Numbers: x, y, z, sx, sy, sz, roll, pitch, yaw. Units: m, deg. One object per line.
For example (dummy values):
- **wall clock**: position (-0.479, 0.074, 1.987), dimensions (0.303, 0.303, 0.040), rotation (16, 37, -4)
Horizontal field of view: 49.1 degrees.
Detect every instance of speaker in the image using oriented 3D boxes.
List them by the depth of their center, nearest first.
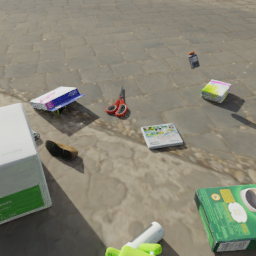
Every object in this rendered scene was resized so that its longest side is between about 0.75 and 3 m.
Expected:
- **speaker**: position (0.422, 3.049, 7.494), dimensions (1.174, 0.477, 0.477), rotation (-28, 46, -30)

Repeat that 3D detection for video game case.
- **video game case**: position (1.342, 0.309, 11.247), dimensions (1.387, 0.153, 1.264), rotation (-8, 39, -9)

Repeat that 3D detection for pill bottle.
- **pill bottle**: position (3.070, -3.184, 13.106), dimensions (0.413, 0.778, 0.413), rotation (-18, 10, 3)

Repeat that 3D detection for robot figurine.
- **robot figurine**: position (0.266, 3.416, 6.435), dimensions (1.831, 1.059, 1.606), rotation (20, 55, 7)

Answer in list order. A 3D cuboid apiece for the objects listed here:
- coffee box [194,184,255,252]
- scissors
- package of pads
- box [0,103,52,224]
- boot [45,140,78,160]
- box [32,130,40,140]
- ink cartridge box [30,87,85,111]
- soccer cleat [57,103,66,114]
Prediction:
- **coffee box**: position (3.603, 2.501, 8.039), dimensions (2.951, 0.649, 1.814), rotation (-4, 39, -5)
- **scissors**: position (-0.267, -1.334, 13.366), dimensions (0.963, 0.183, 2.632), rotation (9, 38, 15)
- **package of pads**: position (4.329, -1.796, 13.667), dimensions (1.080, 0.477, 1.397), rotation (22, 44, 28)
- **box**: position (-4.067, 1.139, 8.360), dimensions (2.763, 2.379, 2.777), rotation (-16, 41, -20)
- **boot**: position (-2.491, 0.791, 10.488), dimensions (1.390, 0.512, 0.525), rotation (21, 20, 23)
- **box**: position (-4.116, 0.439, 11.038), dimensions (0.709, 0.196, 1.038), rotation (24, 44, 28)
- **ink cartridge box**: position (-3.217, -1.374, 12.770), dimensions (1.861, 0.403, 1.827), rotation (9, 34, 44)
- **soccer cleat**: position (-3.030, -0.963, 12.729), dimensions (0.410, 0.341, 1.011), rotation (-4, 36, -8)
